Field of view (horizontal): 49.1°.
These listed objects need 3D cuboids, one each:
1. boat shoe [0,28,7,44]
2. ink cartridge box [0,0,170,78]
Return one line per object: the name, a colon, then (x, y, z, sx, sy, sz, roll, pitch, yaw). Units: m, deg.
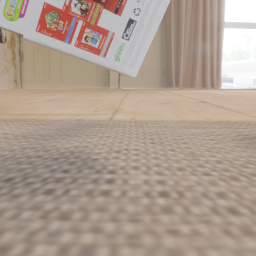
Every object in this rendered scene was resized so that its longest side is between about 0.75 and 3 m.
boat shoe: (-4.399, -3.486, 9.190, 0.522, 1.423, 0.530, -21, 25, -36)
ink cartridge box: (-0.511, -2.383, 3.747, 2.361, 2.689, 1.128, 14, 22, -31)
